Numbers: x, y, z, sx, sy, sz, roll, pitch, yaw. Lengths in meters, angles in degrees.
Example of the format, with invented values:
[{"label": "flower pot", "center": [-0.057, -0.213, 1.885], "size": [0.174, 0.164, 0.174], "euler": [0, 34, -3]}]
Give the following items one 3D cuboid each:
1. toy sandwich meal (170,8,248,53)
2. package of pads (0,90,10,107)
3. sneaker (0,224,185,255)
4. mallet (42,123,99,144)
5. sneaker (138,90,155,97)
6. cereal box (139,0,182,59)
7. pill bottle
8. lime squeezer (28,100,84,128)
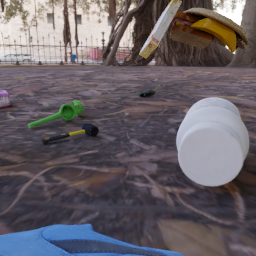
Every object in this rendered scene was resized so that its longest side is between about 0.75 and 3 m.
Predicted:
[{"label": "toy sandwich meal", "center": [2.585, -3.015, 9.145], "size": [2.590, 0.887, 2.590], "euler": [26, 7, -3]}, {"label": "package of pads", "center": [-5.397, -1.213, 11.513], "size": [0.915, 0.575, 1.519], "euler": [-7, 17, -26]}, {"label": "sneaker", "center": [-0.888, 1.176, 1.895], "size": [2.920, 0.963, 1.145], "euler": [3, 15, 2]}, {"label": "mallet", "center": [-1.479, 0.146, 7.115], "size": [1.444, 0.297, 0.475], "euler": [-12, 19, -26]}, {"label": "sneaker", "center": [0.940, -1.663, 13.870], "size": [0.844, 0.318, 0.334], "euler": [-8, 24, 4]}, {"label": "cereal box", "center": [0.964, -3.000, 8.515], "size": [0.321, 1.626, 1.170], "euler": [31, -11, -9]}, {"label": "pill bottle", "center": [1.526, 0.176, 5.085], "size": [1.211, 1.211, 2.118], "euler": [5, 16, 17]}, {"label": "lime squeezer", "center": [-2.098, -0.580, 9.258], "size": [1.046, 0.559, 2.963], "euler": [3, 16, 11]}]
